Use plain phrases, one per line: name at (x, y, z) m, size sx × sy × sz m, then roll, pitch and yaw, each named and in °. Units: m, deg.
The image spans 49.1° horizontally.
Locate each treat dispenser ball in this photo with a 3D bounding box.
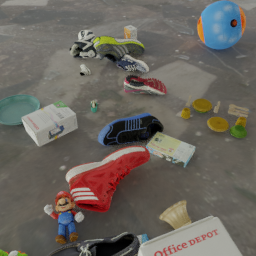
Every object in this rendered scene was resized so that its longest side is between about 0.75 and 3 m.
treat dispenser ball at (5.193, -5.716, 15.635) m, size 2.557 × 2.557 × 2.557 m, roll 0°, pitch 42°, yaw 0°

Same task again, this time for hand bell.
hand bell at (1.675, 2.902, 7.456) m, size 0.895 × 0.895 × 1.718 m, roll -22°, pitch 59°, yaw -22°

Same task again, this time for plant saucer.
plant saucer at (-4.612, -0.703, 11.621) m, size 1.945 × 0.350 × 1.945 m, roll 0°, pitch 42°, yaw 0°

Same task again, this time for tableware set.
tableware set at (3.489, -0.424, 11.326) m, size 2.628 × 0.403 × 1.771 m, roll 16°, pitch 47°, yaw 16°

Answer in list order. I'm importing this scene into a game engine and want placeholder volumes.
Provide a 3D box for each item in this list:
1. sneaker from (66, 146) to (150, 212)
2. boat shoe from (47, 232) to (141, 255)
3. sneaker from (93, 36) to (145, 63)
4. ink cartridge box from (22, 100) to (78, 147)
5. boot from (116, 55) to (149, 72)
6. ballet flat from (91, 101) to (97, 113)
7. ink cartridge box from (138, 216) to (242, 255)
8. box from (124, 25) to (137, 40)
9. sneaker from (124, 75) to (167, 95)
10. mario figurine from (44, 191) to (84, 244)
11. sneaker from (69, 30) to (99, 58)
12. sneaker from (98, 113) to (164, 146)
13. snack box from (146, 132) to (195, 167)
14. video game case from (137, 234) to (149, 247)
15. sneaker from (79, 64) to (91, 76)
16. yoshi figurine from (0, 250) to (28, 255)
sneaker at (-0.404, 1.681, 8.631) m, size 2.763 × 1.083 × 1.596 m, roll -21°, pitch 53°, yaw -5°
boat shoe at (-0.877, 2.991, 6.839) m, size 2.408 × 0.755 × 0.875 m, roll -7°, pitch 42°, yaw -8°
sneaker at (-0.435, -4.087, 14.982) m, size 2.963 × 1.199 × 1.095 m, roll -4°, pitch -2°, yaw -26°
ink cartridge box at (-2.991, -0.208, 10.766) m, size 1.704 × 0.746 × 1.238 m, roll -28°, pitch 48°, yaw -30°
boot at (0.223, -3.097, 14.237) m, size 1.690 × 0.615 × 0.763 m, roll 32°, pitch 66°, yaw 33°
ballet flat at (-1.453, -1.006, 12.005) m, size 0.275 × 0.287 × 0.816 m, roll -5°, pitch 42°, yaw -6°
ink cartridge box at (1.662, 3.633, 5.888) m, size 2.057 × 1.182 × 2.834 m, roll -15°, pitch 52°, yaw -16°
box at (0.147, -5.371, 16.362) m, size 0.491 × 1.007 × 0.626 m, roll -26°, pitch 48°, yaw -27°
sneaker at (0.788, -1.848, 12.690) m, size 1.981 × 0.740 × 0.799 m, roll 13°, pitch 48°, yaw -6°
mario figurine at (-1.792, 2.391, 7.802) m, size 0.886 × 0.761 × 1.436 m, roll 16°, pitch 39°, yaw -36°
sneaker at (-2.611, -4.621, 15.489) m, size 1.666 × 1.022 × 2.561 m, roll -15°, pitch 53°, yaw -29°
sneaker at (0.161, 0.138, 10.280) m, size 2.482 × 0.870 × 0.967 m, roll -23°, pitch 39°, yaw -25°
snack box at (1.517, 0.744, 10.036) m, size 1.539 × 0.285 × 0.894 m, roll 22°, pitch 46°, yaw 23°
video game case at (-0.431, 3.656, 6.824) m, size 2.362 × 0.210 × 1.690 m, roll -10°, pitch 42°, yaw -11°
sneaker at (-2.291, -2.928, 14.134) m, size 0.494 × 0.324 × 0.858 m, roll -25°, pitch 49°, yaw -28°
yoshi figurine at (-3.106, 3.338, 6.942) m, size 1.147 × 0.645 × 0.642 m, roll 1°, pitch 57°, yaw -3°
